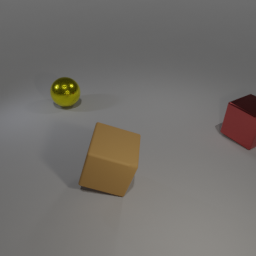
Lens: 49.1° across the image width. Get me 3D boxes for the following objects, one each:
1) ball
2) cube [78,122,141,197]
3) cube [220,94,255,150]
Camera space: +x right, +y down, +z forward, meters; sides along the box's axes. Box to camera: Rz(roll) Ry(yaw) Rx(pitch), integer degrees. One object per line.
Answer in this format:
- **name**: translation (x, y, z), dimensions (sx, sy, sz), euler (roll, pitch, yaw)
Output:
- **ball**: translation (-2.939, -1.691, 13.164), dimensions (1.400, 1.400, 1.400), euler (0, 31, 0)
- **cube**: translation (-0.527, 0.926, 8.287), dimensions (1.400, 1.400, 1.400), euler (16, 39, -7)
- **cube**: translation (4.663, -0.268, 10.712), dimensions (1.400, 1.400, 1.400), euler (-20, 41, -29)
